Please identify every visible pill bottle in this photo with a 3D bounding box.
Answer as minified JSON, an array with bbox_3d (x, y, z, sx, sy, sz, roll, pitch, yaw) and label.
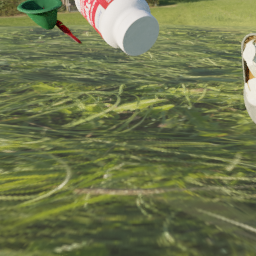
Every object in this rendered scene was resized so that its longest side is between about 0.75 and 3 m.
[{"bbox_3d":[-0.240,-2.405,5.863,1.120,1.120,1.995,-15,52,-30],"label":"pill bottle"}]

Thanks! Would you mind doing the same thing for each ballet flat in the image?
[{"bbox_3d":[1.547,-0.601,3.386,0.406,1.205,0.384,-16,-27,42],"label":"ballet flat"}]

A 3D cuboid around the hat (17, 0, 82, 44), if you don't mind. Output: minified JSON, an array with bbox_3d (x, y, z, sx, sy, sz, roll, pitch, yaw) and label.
[{"bbox_3d":[-1.951,-2.458,6.782,1.189,1.047,0.985,20,47,24],"label":"hat"}]
